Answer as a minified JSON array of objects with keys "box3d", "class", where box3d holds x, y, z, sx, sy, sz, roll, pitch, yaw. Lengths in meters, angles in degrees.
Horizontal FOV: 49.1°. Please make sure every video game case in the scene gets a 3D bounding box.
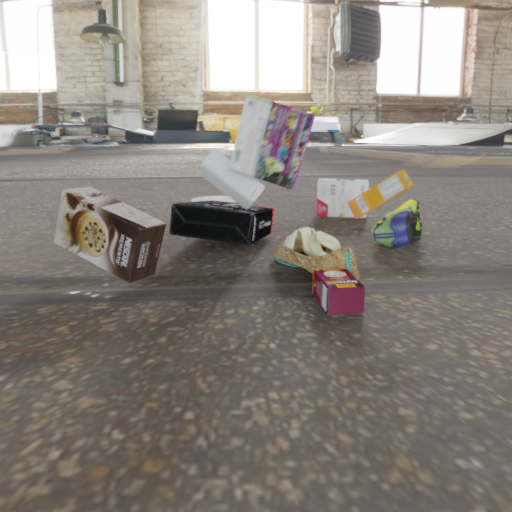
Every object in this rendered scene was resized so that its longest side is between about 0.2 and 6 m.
[{"box3d":[0.265,-2.057,10.153,1.277,1.409,0.252,20,26,10],"class":"video game case"}]

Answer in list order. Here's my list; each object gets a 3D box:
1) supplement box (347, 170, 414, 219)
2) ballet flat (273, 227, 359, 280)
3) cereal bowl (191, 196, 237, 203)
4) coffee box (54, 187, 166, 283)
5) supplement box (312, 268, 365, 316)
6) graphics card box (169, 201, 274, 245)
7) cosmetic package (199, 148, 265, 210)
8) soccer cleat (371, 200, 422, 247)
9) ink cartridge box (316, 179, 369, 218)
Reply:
[{"box3d":[2.120,-1.052,9.581,1.078,0.371,0.359,-29,-2,32],"class":"supplement box"},{"box3d":[1.073,-0.101,10.367,0.878,0.813,2.492,-11,18,-27],"class":"ballet flat"},{"box3d":[-1.081,-1.283,15.359,1.368,0.570,1.368,0,15,0],"class":"cereal bowl"},{"box3d":[-2.515,-0.389,9.579,1.780,1.006,0.710,24,21,22],"class":"coffee box"},{"box3d":[1.258,0.537,8.680,0.570,0.442,1.032,-2,15,-7],"class":"supplement box"},{"box3d":[-0.640,-0.774,12.144,1.707,0.692,2.721,8,7,9],"class":"graphics card box"},{"box3d":[-0.486,-1.484,10.924,1.240,0.459,0.630,38,-15,-3],"class":"cosmetic package"},{"box3d":[3.244,-0.772,12.955,1.100,0.851,2.631,-7,10,19],"class":"soccer cleat"},{"box3d":[2.418,-1.625,15.743,1.409,1.040,0.603,3,16,8],"class":"ink cartridge box"}]
